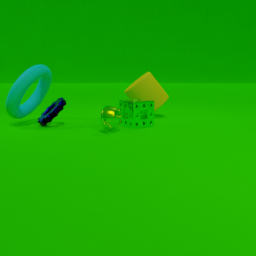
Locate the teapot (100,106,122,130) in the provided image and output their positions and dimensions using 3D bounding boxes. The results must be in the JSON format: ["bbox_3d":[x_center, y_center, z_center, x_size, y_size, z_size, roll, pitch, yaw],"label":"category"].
[{"bbox_3d":[-0.457,-0.277,8.068,0.561,0.712,1.146,-2,32,20],"label":"teapot"}]

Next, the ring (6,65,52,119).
[{"bbox_3d":[-3.292,-1.201,9.410,0.412,2.062,2.062,33,13,2],"label":"ring"}]

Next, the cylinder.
[{"bbox_3d":[0.739,-1.352,11.254,1.297,1.297,1.297,-38,11,9],"label":"cylinder"}]

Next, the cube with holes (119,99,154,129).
[{"bbox_3d":[0.268,-0.482,9.091,0.835,0.835,0.835,-7,12,-34],"label":"cube with holes"}]

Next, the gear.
[{"bbox_3d":[-2.485,-0.542,9.159,1.110,0.205,1.110,-34,26,19],"label":"gear"}]
